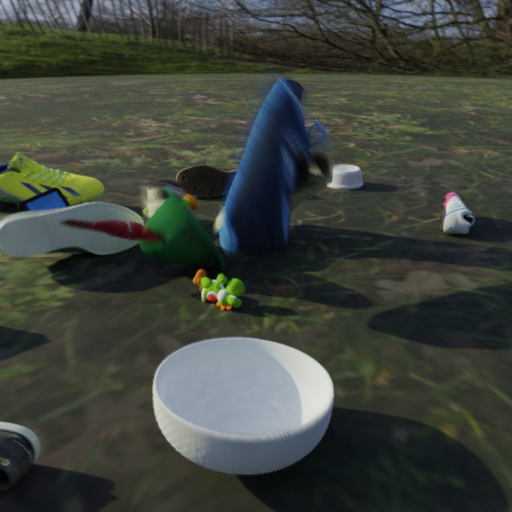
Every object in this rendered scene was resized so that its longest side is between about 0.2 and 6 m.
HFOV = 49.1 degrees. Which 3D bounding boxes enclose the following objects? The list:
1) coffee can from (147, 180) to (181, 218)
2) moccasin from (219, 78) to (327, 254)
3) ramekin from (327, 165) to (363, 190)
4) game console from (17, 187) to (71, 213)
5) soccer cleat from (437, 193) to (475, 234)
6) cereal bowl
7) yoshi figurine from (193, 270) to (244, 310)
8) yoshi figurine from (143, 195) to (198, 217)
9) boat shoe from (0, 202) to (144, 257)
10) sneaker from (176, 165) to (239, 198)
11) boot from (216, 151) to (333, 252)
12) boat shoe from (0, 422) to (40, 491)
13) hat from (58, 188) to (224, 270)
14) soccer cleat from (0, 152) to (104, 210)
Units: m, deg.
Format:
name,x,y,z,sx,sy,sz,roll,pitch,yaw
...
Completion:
name,x,y,z,sx,sy,sz,roll,pitch,yaw
coffee can,-1.699,-0.907,10.485,0.626,0.856,0.626,-7,-15,-2
moccasin,0.364,-1.352,8.807,1.142,1.347,3.348,15,63,3
ramekin,2.294,-2.066,14.579,0.984,0.458,0.984,0,23,0
game console,-3.811,-0.811,11.153,1.172,0.776,1.333,6,24,15
soccer cleat,4.170,-0.837,11.606,0.686,0.555,1.588,13,31,18
cereal bowl,-0.142,1.516,5.495,1.760,0.733,1.760,5,19,-2
yoshi figurine,-0.500,0.472,8.472,0.508,0.506,0.904,-13,28,-43
yoshi figurine,-1.755,-0.873,11.493,0.672,0.675,1.200,26,28,31
boat shoe,-3.330,-0.484,10.073,2.633,0.959,0.813,-8,12,-36
sneaker,-0.830,-1.821,13.905,2.285,0.805,0.863,-2,1,-8
boot,0.406,-1.084,10.393,1.879,0.876,2.430,-32,7,32
boat shoe,-2.885,1.799,5.096,1.666,0.594,0.502,3,19,1
hat,-1.758,-0.054,9.268,1.710,1.609,1.942,-37,64,-11
soccer cleat,-4.988,-1.697,12.642,3.007,1.258,0.972,1,23,3
